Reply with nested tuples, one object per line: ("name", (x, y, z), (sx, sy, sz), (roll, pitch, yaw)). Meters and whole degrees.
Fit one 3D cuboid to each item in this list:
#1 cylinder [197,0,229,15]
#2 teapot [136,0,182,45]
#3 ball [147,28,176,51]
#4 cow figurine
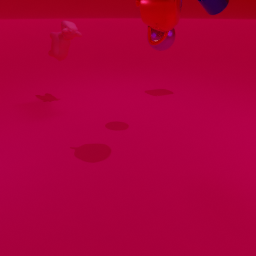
("cylinder", (2.925, -4.547, 9.713), (0.877, 0.877, 0.877), (24, 2, -45))
("teapot", (0.527, -2.276, 4.917), (0.790, 1.613, 1.003), (8, 28, 16))
("ball", (0.825, -2.285, 6.963), (0.709, 0.709, 0.709), (0, 24, 0))
("cow figurine", (-2.246, -3.023, 9.838), (0.767, 1.397, 1.375), (0, 18, -40))
